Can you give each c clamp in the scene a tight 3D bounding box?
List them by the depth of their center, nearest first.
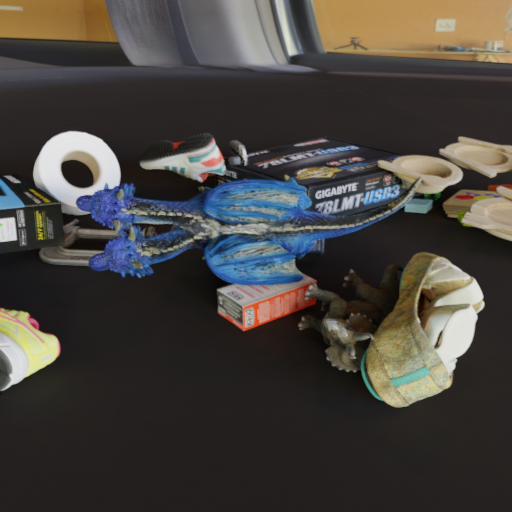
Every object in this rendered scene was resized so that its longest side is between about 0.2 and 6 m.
[{"bbox_3d":[-2.380,-0.262,8.669,2.043,0.277,1.745,5,23,14],"label":"c clamp"}]

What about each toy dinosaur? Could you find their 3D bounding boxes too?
[{"bbox_3d":[1.159,0.674,6.106,1.053,0.792,2.059,34,31,32],"label":"toy dinosaur"}]

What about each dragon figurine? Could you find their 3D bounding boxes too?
[{"bbox_3d":[0.003,-0.352,7.043,4.258,1.253,2.117,1,10,7],"label":"dragon figurine"}]

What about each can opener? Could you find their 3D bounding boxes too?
[{"bbox_3d":[-0.423,-2.023,11.014,0.415,0.331,1.242,-10,22,-11],"label":"can opener"}]

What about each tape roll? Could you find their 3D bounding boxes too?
[{"bbox_3d":[-3.187,-1.470,10.005,1.432,1.432,0.501,-16,-3,-33],"label":"tape roll"}]

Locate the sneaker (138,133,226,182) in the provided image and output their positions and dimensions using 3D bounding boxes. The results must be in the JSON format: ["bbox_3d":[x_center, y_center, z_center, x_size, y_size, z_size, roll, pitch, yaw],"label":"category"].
[{"bbox_3d":[-1.466,-1.804,11.129,1.975,0.924,0.695,-3,46,35],"label":"sneaker"}]

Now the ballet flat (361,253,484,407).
[{"bbox_3d":[1.873,0.585,5.763,0.923,0.923,2.613,11,28,25],"label":"ballet flat"}]

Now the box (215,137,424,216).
[{"bbox_3d":[1.232,-1.608,11.122,3.097,0.770,3.074,-16,28,-30],"label":"box"}]

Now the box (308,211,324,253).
[{"bbox_3d":[0.572,-0.377,8.658,0.924,0.482,0.684,0,22,2],"label":"box"}]

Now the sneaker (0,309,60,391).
[{"bbox_3d":[-2.693,0.813,5.772,1.725,0.674,0.779,23,24,32],"label":"sneaker"}]

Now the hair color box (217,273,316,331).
[{"bbox_3d":[0.136,0.494,6.779,1.109,0.340,0.563,-16,27,-33],"label":"hair color box"}]

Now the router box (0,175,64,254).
[{"bbox_3d":[-4.443,-0.658,8.645,2.137,0.732,2.866,-11,21,-33],"label":"router box"}]

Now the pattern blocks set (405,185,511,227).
[{"bbox_3d":[4.320,-0.898,10.077,2.888,0.234,2.538,14,26,41],"label":"pattern blocks set"}]

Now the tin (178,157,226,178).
[{"bbox_3d":[-1.156,-2.048,12.947,1.395,0.292,0.781,-15,31,-32],"label":"tin"}]

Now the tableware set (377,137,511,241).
[{"bbox_3d":[4.229,-1.355,9.811,3.755,0.436,3.137,-26,41,-36],"label":"tableware set"}]
